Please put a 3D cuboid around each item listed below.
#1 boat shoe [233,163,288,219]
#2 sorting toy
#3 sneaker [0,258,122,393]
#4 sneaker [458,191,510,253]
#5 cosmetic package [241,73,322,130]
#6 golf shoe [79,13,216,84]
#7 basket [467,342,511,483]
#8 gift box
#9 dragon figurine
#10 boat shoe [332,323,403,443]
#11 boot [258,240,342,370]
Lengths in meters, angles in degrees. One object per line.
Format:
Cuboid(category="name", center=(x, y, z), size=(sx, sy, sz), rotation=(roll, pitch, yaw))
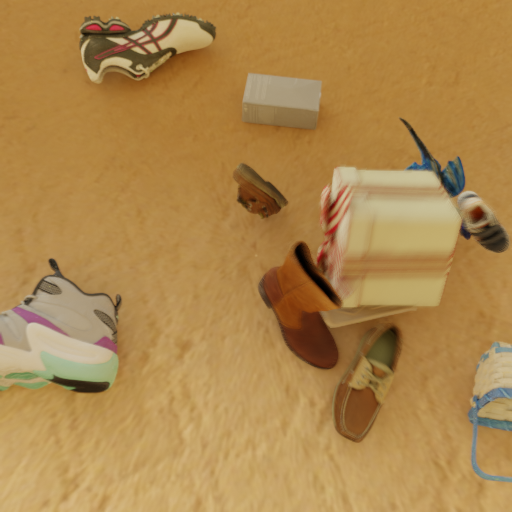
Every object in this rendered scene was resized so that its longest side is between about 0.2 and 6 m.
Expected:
Cuboid(category="boat shoe", center=(0.003, -1.075, 10.269), size=(0.665, 1.956, 0.704), rotation=(-42, 66, 10))
Cuboid(category="sorting toy", center=(1.845, 0.585, 10.233), size=(1.709, 0.312, 1.582), rotation=(-8, 44, -9))
Cuboid(category="sneaker", center=(-3.997, 1.073, 9.706), size=(3.385, 1.316, 2.368), rotation=(6, 61, -7))
Cuboid(category="sneaker", center=(4.016, -0.491, 9.848), size=(1.354, 0.531, 0.537), rotation=(47, 24, -15))
Cuboid(category="cosmetic package", center=(0.566, -3.363, 12.213), size=(1.660, 0.748, 0.886), rotation=(10, 64, 2))
Cuboid(category="golf shoe", center=(-2.426, -4.706, 12.842), size=(3.105, 1.199, 1.368), rotation=(-7, 88, -6))
Cuboid(category="basket", center=(4.315, 2.523, 8.717), size=(1.873, 1.477, 2.124), rotation=(10, 51, 6))
Cuboid(category="gift box", center=(2.077, -0.322, 9.370), size=(2.033, 2.009, 2.177), rotation=(1, 29, 0))
Cuboid(category="dragon figurine", center=(3.420, -1.443, 10.607), size=(0.772, 1.304, 2.623), rotation=(-8, 93, -16))
Cuboid(category="boat shoe", center=(1.878, 1.984, 9.297), size=(0.807, 0.788, 2.134), rotation=(24, 60, 3))
Cuboid(category="boot", center=(0.976, 0.874, 9.053), size=(0.746, 2.179, 2.052), rotation=(-27, 83, -21))
